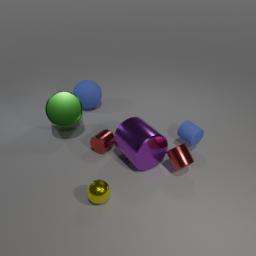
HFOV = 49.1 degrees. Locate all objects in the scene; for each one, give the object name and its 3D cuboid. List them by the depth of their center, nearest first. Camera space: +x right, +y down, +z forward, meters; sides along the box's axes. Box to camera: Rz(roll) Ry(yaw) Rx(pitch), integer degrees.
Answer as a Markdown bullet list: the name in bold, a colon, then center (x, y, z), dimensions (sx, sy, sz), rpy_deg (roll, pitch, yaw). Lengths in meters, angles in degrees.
- **ball**: center (-0.861, 1.862, 8.225), dimensions (0.700, 0.700, 0.700), rpy_deg (0, 30, 0)
- **cylinder**: center (1.724, 0.953, 9.209), dimensions (0.700, 0.700, 0.700), rpy_deg (-19, 78, -30)
- **cylinder**: center (0.430, 0.525, 9.763), dimensions (1.400, 1.400, 1.400), rpy_deg (-18, 38, -28)
- **cylinder**: center (2.319, 0.182, 10.371), dimensions (0.700, 0.700, 0.700), rpy_deg (-22, 45, -33)
- **cylinder**: center (-0.950, 0.502, 10.572), dimensions (0.700, 0.700, 0.700), rpy_deg (19, 35, 29)
- **cylinder**: center (-2.541, -0.636, 11.332), dimensions (1.400, 1.400, 1.400), rpy_deg (-6, -7, -10)
- **ball**: center (-1.960, -1.629, 13.543), dimensions (1.400, 1.400, 1.400), rpy_deg (0, 30, 0)
